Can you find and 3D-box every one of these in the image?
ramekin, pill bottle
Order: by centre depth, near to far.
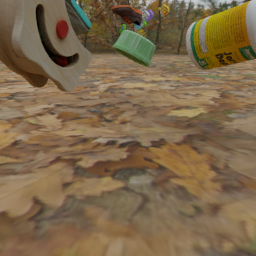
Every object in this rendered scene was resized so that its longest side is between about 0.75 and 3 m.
[{"bbox_3d":[2.534,-2.101,6.298,2.190,1.235,1.235,-5,9,45],"label":"pill bottle"},{"bbox_3d":[0.272,-2.969,10.411,1.543,0.754,1.543,27,6,-3],"label":"ramekin"}]

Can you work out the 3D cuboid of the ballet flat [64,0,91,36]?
[{"bbox_3d":[-2.154,-4.198,9.218,0.829,2.604,0.877,-17,42,18],"label":"ballet flat"}]

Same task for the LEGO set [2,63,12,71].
[{"bbox_3d":[-2.893,-1.921,6.911,1.477,0.959,0.419,3,-11,-14],"label":"LEGO set"}]

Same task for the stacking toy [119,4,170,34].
[{"bbox_3d":[0.593,-4.097,10.698,1.285,0.400,1.704,-27,4,-40],"label":"stacking toy"}]

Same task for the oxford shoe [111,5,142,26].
[{"bbox_3d":[0.004,-3.433,8.554,1.209,0.439,0.430,-5,5,-42],"label":"oxford shoe"}]

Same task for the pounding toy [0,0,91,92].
[{"bbox_3d":[-1.326,-1.283,3.310,1.149,1.145,2.003,11,-13,19],"label":"pounding toy"}]
